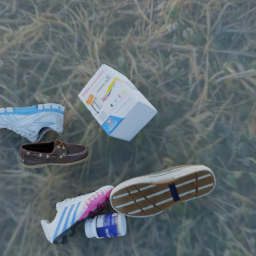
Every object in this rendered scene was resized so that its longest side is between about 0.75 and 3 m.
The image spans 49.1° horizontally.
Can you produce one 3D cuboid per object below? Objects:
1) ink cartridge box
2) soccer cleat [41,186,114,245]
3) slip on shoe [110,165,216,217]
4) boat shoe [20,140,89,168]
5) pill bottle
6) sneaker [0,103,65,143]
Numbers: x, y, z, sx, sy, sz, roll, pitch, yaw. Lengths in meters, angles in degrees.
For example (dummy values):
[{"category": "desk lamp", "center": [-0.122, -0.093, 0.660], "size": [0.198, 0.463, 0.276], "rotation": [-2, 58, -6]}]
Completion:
[{"category": "ink cartridge box", "center": [-0.310, -0.713, 8.084], "size": [1.257, 1.235, 1.708], "rotation": [-48, 61, 14]}, {"category": "soccer cleat", "center": [-1.399, 2.189, 7.757], "size": [2.217, 0.774, 0.957], "rotation": [-39, 69, -15]}, {"category": "slip on shoe", "center": [0.912, 1.609, 7.702], "size": [2.848, 0.863, 1.083], "rotation": [-18, 101, -1]}, {"category": "boat shoe", "center": [-2.071, 0.681, 7.973], "size": [1.912, 0.672, 0.673], "rotation": [-7, 31, -16]}, {"category": "pill bottle", "center": [-0.607, 2.664, 7.618], "size": [1.034, 0.598, 0.598], "rotation": [-11, 70, 11]}, {"category": "sneaker", "center": [-3.180, -0.073, 8.551], "size": [2.525, 0.946, 1.094], "rotation": [-7, 82, 1]}]
